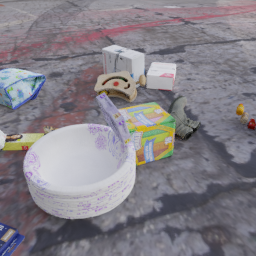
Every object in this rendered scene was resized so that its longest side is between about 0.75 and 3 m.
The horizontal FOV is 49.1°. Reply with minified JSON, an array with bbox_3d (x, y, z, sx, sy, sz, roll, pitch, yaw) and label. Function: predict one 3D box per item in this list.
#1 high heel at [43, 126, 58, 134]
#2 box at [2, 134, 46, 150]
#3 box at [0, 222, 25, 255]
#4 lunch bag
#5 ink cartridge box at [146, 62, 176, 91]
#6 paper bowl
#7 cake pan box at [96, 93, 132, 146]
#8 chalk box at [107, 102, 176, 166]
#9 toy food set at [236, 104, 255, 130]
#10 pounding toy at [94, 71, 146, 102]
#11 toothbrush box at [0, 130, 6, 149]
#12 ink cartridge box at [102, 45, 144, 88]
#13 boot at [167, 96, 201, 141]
[{"bbox_3d":[-2.028,0.210,10.145,1.859,0.664,1.326,33,49,17],"label":"high heel"},{"bbox_3d":[-3.696,0.496,10.050,1.514,0.379,0.570,-1,34,-3],"label":"box"},{"bbox_3d":[-3.276,2.676,6.800,1.314,0.213,0.796,13,35,17],"label":"box"},{"bbox_3d":[-5.231,-2.021,13.056,1.876,1.406,2.206,18,46,26],"label":"lunch bag"},{"bbox_3d":[1.783,-2.754,14.764,1.375,0.777,1.877,7,33,11],"label":"ink cartridge box"},{"bbox_3d":[-1.255,1.248,7.786,2.938,1.528,2.938,0,33,0],"label":"paper bowl"},{"bbox_3d":[-0.360,-0.223,7.088,0.292,1.027,1.115,-30,51,-11],"label":"cake pan box"},{"bbox_3d":[0.175,0.263,9.397,2.399,1.492,1.485,-15,35,-20],"label":"chalk box"},{"bbox_3d":[5.116,-0.430,11.135,1.618,0.772,0.728,14,35,19],"label":"toy food set"},{"bbox_3d":[-0.285,-1.743,13.359,2.431,1.395,1.390,-9,61,2],"label":"pounding toy"},{"bbox_3d":[-4.733,0.569,9.508,1.013,0.436,0.737,-33,35,4],"label":"toothbrush box"},{"bbox_3d":[-0.250,-3.238,14.695,2.273,1.664,0.976,27,44,36],"label":"ink cartridge box"},{"bbox_3d":[2.246,-0.360,11.215,1.497,0.776,2.292,24,46,23],"label":"boot"}]
